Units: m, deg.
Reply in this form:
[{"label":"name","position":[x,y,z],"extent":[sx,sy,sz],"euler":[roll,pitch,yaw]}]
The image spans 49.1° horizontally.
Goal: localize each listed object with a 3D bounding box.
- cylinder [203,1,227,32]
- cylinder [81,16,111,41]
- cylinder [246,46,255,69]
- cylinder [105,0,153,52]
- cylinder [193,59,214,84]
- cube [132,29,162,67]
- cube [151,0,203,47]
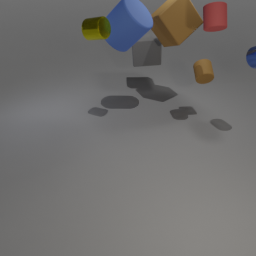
[{"label":"cylinder","position":[2.641,-3.358,8.493],"extent":[0.700,0.700,0.700],"euler":[-2,5,0]},{"label":"cylinder","position":[-1.029,-3.229,9.112],"extent":[0.700,0.700,0.700],"euler":[7,29,32]},{"label":"cylinder","position":[4.163,-2.235,8.640],"extent":[0.700,0.700,0.700],"euler":[-10,5,-17]},{"label":"cylinder","position":[-0.057,-3.731,10.100],"extent":[1.400,1.400,1.400],"euler":[-33,6,40]},{"label":"cylinder","position":[2.926,-2.183,10.846],"extent":[0.700,0.700,0.700],"euler":[-2,64,-3]},{"label":"cube","position":[0.895,-4.038,13.910],"extent":[1.400,1.400,1.400],"euler":[-4,44,2]},{"label":"cube","position":[1.833,-4.278,11.243],"extent":[1.400,1.400,1.400],"euler":[-44,22,-5]}]
